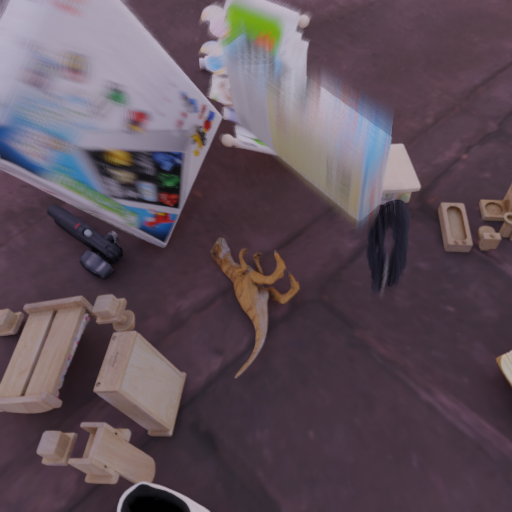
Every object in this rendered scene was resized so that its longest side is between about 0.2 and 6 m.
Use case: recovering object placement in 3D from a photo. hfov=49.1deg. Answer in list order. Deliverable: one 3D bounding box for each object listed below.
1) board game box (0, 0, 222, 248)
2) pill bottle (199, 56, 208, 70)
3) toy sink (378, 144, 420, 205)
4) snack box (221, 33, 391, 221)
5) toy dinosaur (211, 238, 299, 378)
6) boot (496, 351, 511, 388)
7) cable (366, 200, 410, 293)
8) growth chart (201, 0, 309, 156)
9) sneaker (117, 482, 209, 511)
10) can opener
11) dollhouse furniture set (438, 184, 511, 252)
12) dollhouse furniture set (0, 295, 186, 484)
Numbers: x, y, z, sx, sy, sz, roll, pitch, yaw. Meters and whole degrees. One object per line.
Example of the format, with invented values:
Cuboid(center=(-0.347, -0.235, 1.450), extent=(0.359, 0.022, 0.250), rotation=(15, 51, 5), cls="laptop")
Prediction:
Cuboid(center=(-2.159, -1.976, 8.487), extent=(0.743, 4.293, 2.710), rotation=(21, 84, 25), cls="board game box")
Cuboid(center=(-1.044, -4.602, 13.337), extent=(0.594, 0.331, 0.331), rotation=(-8, 54, -5), cls="pill bottle")
Cuboid(center=(2.529, -1.454, 10.803), extent=(0.853, 0.733, 1.309), rotation=(-5, 49, -4), cls="toy sink")
Cuboid(center=(0.734, -1.997, 8.770), extent=(0.555, 1.739, 2.993), rotation=(-42, 68, -12), cls="snack box")
Cuboid(center=(0.015, 0.719, 9.364), extent=(1.391, 0.791, 2.620), rotation=(-30, 51, 9), cls="toy dinosaur")
Cuboid(center=(4.769, 1.969, 7.770), extent=(1.811, 0.844, 2.342), rotation=(-37, 52, 15), cls="boot")
Cuboid(center=(1.917, -0.236, 8.171), extent=(0.367, 1.180, 1.446), rotation=(11, 65, -1), cls="cable")
Cuboid(center=(0.108, -3.576, 11.103), extent=(2.482, 0.304, 3.430), rotation=(0, 83, -25), cls="growth chart")
Cuboid(center=(-0.531, 3.775, 6.727), extent=(2.985, 1.194, 1.100), rotation=(24, 56, 15), cls="sneaker")
Cuboid(center=(-3.120, -0.381, 10.086), extent=(1.953, 0.619, 0.768), rotation=(37, 63, 23), cls="can opener")
Cuboid(center=(4.155, -0.869, 10.148), extent=(1.332, 1.086, 1.267), rotation=(3, 54, 2), cls="dollhouse furniture set")
Cuboid(center=(-2.807, 2.104, 8.381), extent=(3.044, 1.487, 2.596), rotation=(-9, 50, 23), cls="dollhouse furniture set")
